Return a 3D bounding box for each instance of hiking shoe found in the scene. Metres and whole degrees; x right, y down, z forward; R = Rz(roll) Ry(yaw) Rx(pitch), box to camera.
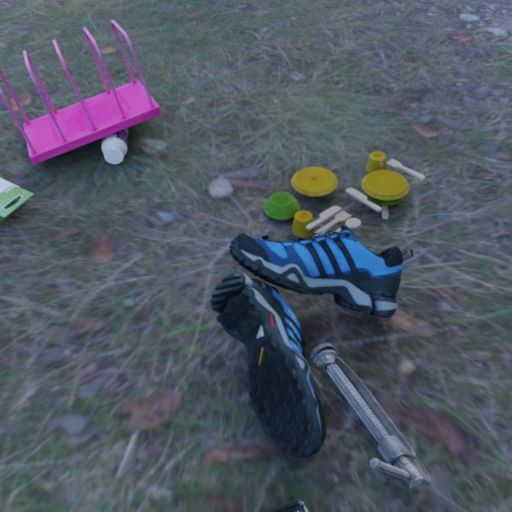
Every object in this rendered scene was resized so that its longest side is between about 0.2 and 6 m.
[{"bbox_3d":[0.393,1.355,7.590,1.140,0.978,2.629,7,52,-49],"label":"hiking shoe"},{"bbox_3d":[0.925,0.035,8.326,2.672,0.994,1.158,18,85,-12],"label":"hiking shoe"}]

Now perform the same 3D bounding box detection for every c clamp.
[{"bbox_3d":[1.312,1.789,6.557,0.315,1.984,2.323,-43,38,6],"label":"c clamp"}]

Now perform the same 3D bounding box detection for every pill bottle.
[{"bbox_3d":[-2.875,-2.290,11.387,0.513,0.513,0.913,-6,47,-5],"label":"pill bottle"}]

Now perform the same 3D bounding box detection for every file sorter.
[{"bbox_3d":[-3.610,-3.378,11.153,2.666,1.672,1.852,-25,39,-10],"label":"file sorter"}]

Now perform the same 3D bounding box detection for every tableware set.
[{"bbox_3d":[1.596,-1.151,10.437,2.786,0.428,1.877,-33,52,-26],"label":"tableware set"}]

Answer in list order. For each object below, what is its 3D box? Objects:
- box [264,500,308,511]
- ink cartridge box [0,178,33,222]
[{"bbox_3d":[-0.140,3.684,5.492,1.882,0.463,1.949,-17,48,2],"label":"box"},{"bbox_3d":[-4.770,-1.020,10.250,1.407,0.417,0.731,23,51,20],"label":"ink cartridge box"}]
